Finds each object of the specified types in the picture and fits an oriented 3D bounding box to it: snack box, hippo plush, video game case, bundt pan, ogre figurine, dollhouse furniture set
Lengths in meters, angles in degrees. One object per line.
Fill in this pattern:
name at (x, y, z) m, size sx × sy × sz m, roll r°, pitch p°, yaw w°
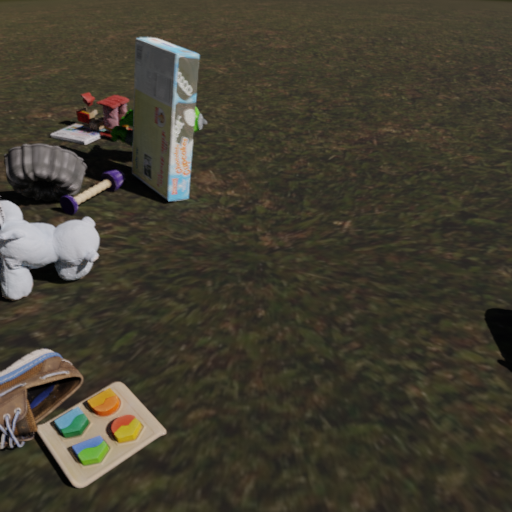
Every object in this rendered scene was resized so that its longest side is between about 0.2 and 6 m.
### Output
snack box at (-2.148, -3.118, 12.868) m, size 0.610 × 3.289 × 1.911 m, roll -13°, pitch 34°, yaw -35°
hippo plush at (-3.685, -0.326, 9.875) m, size 1.663 × 2.068 × 1.647 m, roll -7°, pitch 53°, yaw -27°
video game case at (-5.221, -3.663, 16.763) m, size 1.332 × 0.158 × 1.213 m, roll 14°, pitch 34°, yaw 23°
bundt pan at (-4.714, -1.754, 12.499) m, size 1.774 × 1.774 × 0.666 m, roll -2°, pitch 70°, yaw -3°
ogre figurine at (-2.432, -3.372, 14.305) m, size 2.604 × 1.561 × 1.277 m, roll -42°, pitch 27°, yaw 17°
dollhouse furniture set at (-4.688, -4.246, 16.628) m, size 1.952 × 1.050 × 0.794 m, roll 20°, pitch 39°, yaw 24°

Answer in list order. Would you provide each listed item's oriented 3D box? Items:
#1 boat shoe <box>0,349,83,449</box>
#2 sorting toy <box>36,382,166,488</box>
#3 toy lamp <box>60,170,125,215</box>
boat shoe at (-3.163, 1.970, 7.056) m, size 0.819 × 0.818 × 2.264 m, roll 15°, pitch 35°, yaw 25°
sorting toy at (-2.009, 2.217, 7.225) m, size 1.302 × 0.237 × 1.205 m, roll -24°, pitch 39°, yaw -34°
toy lamp at (-3.742, -1.534, 12.994) m, size 0.522 × 0.522 × 1.792 m, roll 16°, pitch 35°, yaw 24°
